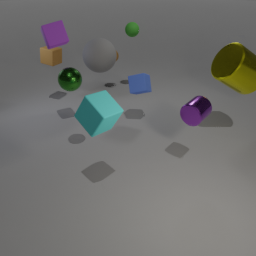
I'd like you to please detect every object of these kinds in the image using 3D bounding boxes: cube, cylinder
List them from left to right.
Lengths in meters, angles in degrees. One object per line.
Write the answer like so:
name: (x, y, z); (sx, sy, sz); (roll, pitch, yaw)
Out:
cube: (-3.471, -3.277, 12.668); (0.700, 0.700, 0.700); (18, 32, 18)
cube: (-2.453, -3.106, 9.371); (0.700, 0.700, 0.700); (-22, 15, -15)
cube: (-0.677, -0.341, 6.486); (0.700, 0.700, 0.700); (49, 40, 14)
cube: (0.479, -1.760, 11.237); (0.700, 0.700, 0.700); (-7, 0, 23)
cylinder: (2.013, -0.510, 8.290); (0.700, 0.700, 0.700); (22, 42, 35)
cylinder: (3.948, -2.090, 9.974); (1.400, 1.400, 1.400); (22, 18, -29)

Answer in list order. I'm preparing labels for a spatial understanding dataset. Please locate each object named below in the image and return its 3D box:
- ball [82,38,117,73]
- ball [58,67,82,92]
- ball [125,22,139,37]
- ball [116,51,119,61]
ball: (-1.176, -2.997, 11.591); (1.400, 1.400, 1.400); (0, 28, 0)
ball: (-1.693, -1.418, 8.179); (0.700, 0.700, 0.700); (0, 28, 0)
ball: (0.205, -4.819, 13.713); (0.700, 0.700, 0.700); (0, 28, 0)
ball: (-0.831, -3.736, 14.494); (0.700, 0.700, 0.700); (0, 28, 0)
